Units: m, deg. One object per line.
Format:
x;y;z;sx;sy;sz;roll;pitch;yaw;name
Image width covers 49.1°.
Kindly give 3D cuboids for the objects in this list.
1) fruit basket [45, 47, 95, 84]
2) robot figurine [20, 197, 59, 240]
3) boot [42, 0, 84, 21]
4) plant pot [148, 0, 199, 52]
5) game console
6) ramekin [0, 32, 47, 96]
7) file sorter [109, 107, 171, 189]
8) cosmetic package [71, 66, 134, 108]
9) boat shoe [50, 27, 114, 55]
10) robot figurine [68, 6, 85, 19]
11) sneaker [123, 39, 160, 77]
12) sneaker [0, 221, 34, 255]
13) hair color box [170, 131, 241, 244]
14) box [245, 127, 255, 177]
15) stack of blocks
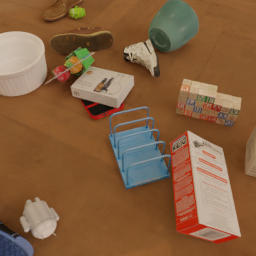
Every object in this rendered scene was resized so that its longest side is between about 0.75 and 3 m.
-2.394;-2.400;11.069;1.946;0.912;1.803;-34;15;-23;fruit basket
-2.419;2.502;7.701;1.028;0.685;1.212;-10;47;-42;robot figurine
-3.499;-6.662;14.694;1.085;1.112;2.947;27;57;17;boot
1.851;-4.360;12.405;1.987;1.987;1.595;34;68;24;plant pot
-0.967;-0.933;10.758;1.375;0.213;1.216;-23;49;-18;game console
-4.606;-2.546;11.278;2.733;1.332;2.733;0;52;0;ramekin
0.334;0.543;8.871;1.464;1.294;2.110;-13;52;-11;file sorter
-0.971;-1.645;10.945;2.006;0.518;1.512;16;47;18;cosmetic package
-2.123;-4.028;12.722;2.852;1.027;0.963;-11;47;-17;boat shoe
-2.654;-5.961;14.520;0.835;0.483;0.732;-10;65;-8;robot figurine
0.536;-2.848;11.956;1.385;0.908;2.407;-13;45;1;sneaker
-3.717;2.651;7.410;2.860;1.003;1.114;26;14;-2;sneaker
2.081;1.612;7.884;1.530;0.882;2.760;25;47;-25;hair color box
4.413;0.471;8.397;1.141;2.094;1.339;14;53;12;box
2.879;-0.900;10.051;2.115;1.218;0.619;15;53;11;stack of blocks
